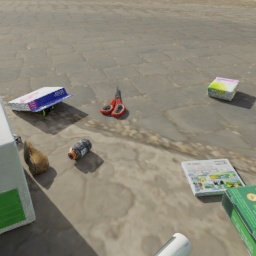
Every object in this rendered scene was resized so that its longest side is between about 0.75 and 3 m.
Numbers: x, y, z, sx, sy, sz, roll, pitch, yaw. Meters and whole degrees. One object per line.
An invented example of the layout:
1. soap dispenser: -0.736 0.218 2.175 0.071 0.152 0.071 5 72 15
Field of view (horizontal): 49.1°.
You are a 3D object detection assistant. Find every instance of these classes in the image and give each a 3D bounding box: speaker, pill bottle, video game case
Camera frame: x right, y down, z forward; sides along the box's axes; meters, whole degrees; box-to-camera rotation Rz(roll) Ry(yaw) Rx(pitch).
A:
1. speaker: 0.715 2.569 5.381 1.174 0.477 0.477 -28 41 -35
2. pill bottle: -1.473 0.659 8.466 0.413 0.413 0.778 18 35 26
3. video game case: 2.306 1.325 7.664 1.387 0.153 1.264 -3 32 -6

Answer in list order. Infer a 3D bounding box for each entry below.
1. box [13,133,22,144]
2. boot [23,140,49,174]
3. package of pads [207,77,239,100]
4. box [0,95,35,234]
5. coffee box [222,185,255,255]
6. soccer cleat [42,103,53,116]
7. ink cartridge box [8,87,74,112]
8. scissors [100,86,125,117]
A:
1. box: -4.062 0.483 8.956 0.709 0.196 1.038 19 37 27
2. boot: -2.732 0.832 8.237 0.525 0.512 1.390 -5 36 -35
3. package of pads: 4.176 -1.714 12.200 1.080 0.477 1.397 17 37 28
4. box: -3.871 0.895 6.226 2.763 2.379 2.777 -16 36 -24
5. coffee box: 3.848 1.988 6.130 2.951 0.649 1.814 -5 33 -8
6. soccer cleat: -3.101 -0.766 10.833 0.410 0.341 1.011 -5 30 -11
7. ink cartridge box: -3.409 -1.173 11.007 1.861 0.403 1.827 4 28 39
8. scissors: -0.384 -1.149 11.636 0.963 0.183 2.632 5 31 13
